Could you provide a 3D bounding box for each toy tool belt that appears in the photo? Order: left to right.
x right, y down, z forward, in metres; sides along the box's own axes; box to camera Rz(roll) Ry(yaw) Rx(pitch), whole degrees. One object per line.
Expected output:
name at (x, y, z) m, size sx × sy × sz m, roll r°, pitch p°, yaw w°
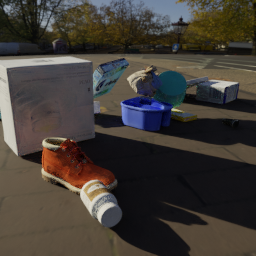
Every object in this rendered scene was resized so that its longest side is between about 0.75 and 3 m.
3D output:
toy tool belt at (0.989, -2.062, 12.182) m, size 1.295 × 1.316 × 2.108 m, roll -39°, pitch -13°, yaw 20°

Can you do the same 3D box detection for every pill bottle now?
pill bottle at (-0.575, 1.623, 6.040) m, size 0.615 × 0.615 × 1.076 m, roll -10°, pitch 22°, yaw -26°

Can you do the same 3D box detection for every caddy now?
caddy at (0.775, -0.759, 11.941) m, size 2.344 × 1.230 × 1.657 m, roll 15°, pitch 24°, yaw 37°

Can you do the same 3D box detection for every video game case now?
video game case at (3.181, -2.401, 16.653) m, size 2.554 × 0.281 × 2.328 m, roll -19°, pitch -1°, yaw -44°

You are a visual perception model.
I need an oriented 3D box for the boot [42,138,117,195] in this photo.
boot at (-1.314, 0.926, 7.174) m, size 2.285 × 1.225 × 0.857 m, roll 11°, pitch 20°, yaw 24°

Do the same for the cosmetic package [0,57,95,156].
cosmetic package at (-2.818, -0.891, 9.809) m, size 2.864 × 2.873 × 1.766 m, roll -14°, pitch 26°, yaw -34°

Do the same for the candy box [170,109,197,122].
candy box at (2.226, -0.645, 13.115) m, size 0.936 × 0.242 × 1.831 m, roll -13°, pitch 22°, yaw -35°

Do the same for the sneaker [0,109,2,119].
sneaker at (-5.899, -1.231, 13.682) m, size 1.669 × 1.017 × 2.556 m, roll 10°, pitch 21°, yaw 24°

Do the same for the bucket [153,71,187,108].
bucket at (1.981, -1.846, 13.253) m, size 1.642 × 1.642 × 1.068 m, roll 1°, pitch -26°, yaw -3°

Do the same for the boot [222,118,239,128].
boot at (4.272, -0.219, 11.833) m, size 0.654 × 0.313 × 0.866 m, roll 10°, pitch 16°, yaw 34°

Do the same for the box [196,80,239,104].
box at (5.173, -2.114, 16.205) m, size 1.751 × 0.999 × 1.904 m, roll 17°, pitch 26°, yaw 41°

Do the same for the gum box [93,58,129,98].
gum box at (-1.123, -2.333, 13.564) m, size 0.483 × 2.170 × 1.843 m, roll 49°, pitch 42°, yaw 9°

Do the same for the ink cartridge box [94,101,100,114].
ink cartridge box at (-2.243, -0.902, 13.126) m, size 1.695 × 0.570 × 0.992 m, roll -6°, pitch 6°, yaw -18°
